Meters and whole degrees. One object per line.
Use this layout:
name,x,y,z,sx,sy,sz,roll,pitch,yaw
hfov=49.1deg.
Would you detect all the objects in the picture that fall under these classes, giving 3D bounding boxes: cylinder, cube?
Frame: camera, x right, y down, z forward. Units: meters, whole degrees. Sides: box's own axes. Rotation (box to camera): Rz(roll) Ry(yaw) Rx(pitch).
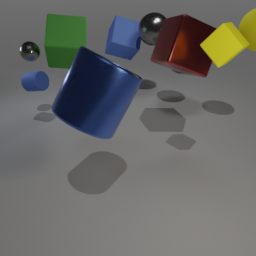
cylinder,-0.627,-0.708,5.698,1.400,1.400,1.400,27,11,-6
cube,-2.269,-3.161,10.408,1.400,1.400,1.400,2,70,-9
cube,2.266,-1.951,6.557,0.700,0.700,0.700,53,39,5
cylinder,-3.322,-1.670,10.051,0.700,0.700,0.700,1,27,28
cube,-0.207,-4.348,13.669,1.400,1.400,1.400,11,-11,-16
cube,1.742,-2.479,8.595,1.400,1.400,1.400,15,10,-21

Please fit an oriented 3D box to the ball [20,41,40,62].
ball,-3.497,-2.731,10.006,0.700,0.700,0.700,0,29,0

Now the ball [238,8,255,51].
ball,4.403,-3.261,9.268,1.400,1.400,1.400,0,29,0

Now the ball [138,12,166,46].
ball,1.143,-4.350,12.359,1.400,1.400,1.400,0,29,0

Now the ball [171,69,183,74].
ball,2.308,-2.976,11.766,1.400,1.400,1.400,0,29,0
